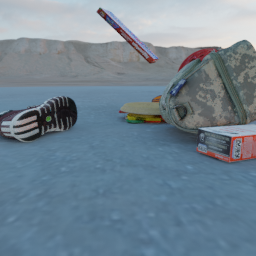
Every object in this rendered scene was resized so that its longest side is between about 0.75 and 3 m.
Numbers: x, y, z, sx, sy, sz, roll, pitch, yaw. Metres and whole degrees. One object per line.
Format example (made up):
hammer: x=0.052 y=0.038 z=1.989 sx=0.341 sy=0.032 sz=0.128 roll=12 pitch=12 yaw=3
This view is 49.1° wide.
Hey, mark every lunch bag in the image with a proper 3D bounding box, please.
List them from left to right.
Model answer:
lunch bag: x=1.984 y=-0.799 z=7.277 sx=2.342 sy=1.946 sz=2.792 roll=-25 pitch=2 yaw=3

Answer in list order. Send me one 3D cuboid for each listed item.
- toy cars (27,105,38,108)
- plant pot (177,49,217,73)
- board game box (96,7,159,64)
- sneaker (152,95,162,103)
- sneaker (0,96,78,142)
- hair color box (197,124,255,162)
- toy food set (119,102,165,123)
toy cars: x=-4.047 y=-0.947 z=13.040 sx=1.237 sy=0.274 sz=0.554 roll=-8 pitch=4 yaw=-22
plant pot: x=3.504 y=-1.789 z=11.374 sx=2.690 sy=2.690 sz=2.450 roll=-1 pitch=19 yaw=-3
board game box: x=0.058 y=-3.826 z=11.712 sx=2.962 sy=0.288 sz=1.525 roll=44 pitch=22 yaw=0
sneaker: x=2.063 y=-1.211 z=13.231 sx=1.816 sy=0.704 sz=1.017 roll=-1 pitch=9 yaw=-5
sneaker: x=-2.606 y=-0.327 z=7.691 sx=1.512 sy=0.990 sz=2.617 roll=1 pitch=11 yaw=22
hair color box: x=2.302 y=0.262 z=5.616 sx=1.623 sy=0.519 sz=0.900 roll=-2 pitch=10 yaw=-27
toy food set: x=0.773 y=-0.590 z=10.181 sx=2.213 sy=0.544 sz=2.235 roll=1 pitch=11 yaw=-3
